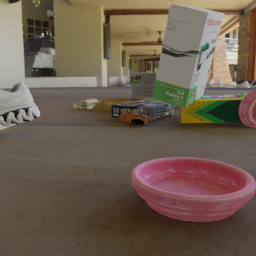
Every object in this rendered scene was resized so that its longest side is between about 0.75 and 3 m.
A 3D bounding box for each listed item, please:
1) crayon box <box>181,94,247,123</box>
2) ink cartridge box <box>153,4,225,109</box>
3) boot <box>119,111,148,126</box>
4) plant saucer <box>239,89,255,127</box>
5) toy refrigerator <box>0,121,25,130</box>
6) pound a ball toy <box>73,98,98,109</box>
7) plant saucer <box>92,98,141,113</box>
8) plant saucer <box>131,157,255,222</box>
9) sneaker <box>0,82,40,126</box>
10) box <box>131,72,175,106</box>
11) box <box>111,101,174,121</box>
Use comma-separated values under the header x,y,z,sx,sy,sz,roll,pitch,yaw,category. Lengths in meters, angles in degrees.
x,y,z,sx,sy,sz,roll,pitch,yaw,category
3.529,-0.785,10.790,2.553,0.863,2.960,-1,9,20,crayon box
1.975,-2.371,9.114,1.216,2.885,2.107,21,29,24,ink cartridge box
0.157,-0.277,9.740,1.078,0.413,0.837,9,16,9,boot
4.173,-0.606,8.868,1.300,1.300,0.330,-2,22,-13,plant saucer
-4.214,-0.491,9.570,0.729,0.791,2.085,1,11,4,toy refrigerator
-2.238,-1.309,14.828,0.791,0.515,1.213,5,11,25,pound a ball toy
-0.391,-1.177,14.109,2.890,0.512,2.890,0,11,0,plant saucer
0.823,0.777,3.710,1.569,0.398,1.569,1,10,0,plant saucer
-3.889,-0.438,7.443,1.109,1.196,2.952,3,20,46,sneaker
1.580,-2.059,15.209,1.490,1.343,2.649,8,0,37,box
0.660,-0.741,11.549,1.769,0.558,2.244,6,12,30,box
